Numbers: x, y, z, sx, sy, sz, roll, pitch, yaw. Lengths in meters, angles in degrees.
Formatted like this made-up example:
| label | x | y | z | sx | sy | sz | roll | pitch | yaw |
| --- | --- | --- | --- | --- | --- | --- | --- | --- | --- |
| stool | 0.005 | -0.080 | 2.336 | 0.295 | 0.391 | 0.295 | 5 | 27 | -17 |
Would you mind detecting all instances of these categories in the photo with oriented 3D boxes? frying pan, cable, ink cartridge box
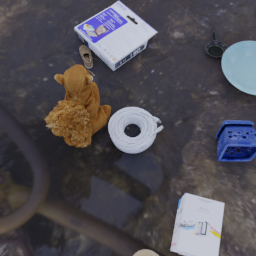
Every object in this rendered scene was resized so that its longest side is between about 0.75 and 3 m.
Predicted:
| label | x | y | z | sx | sy | sz | roll | pitch | yaw |
| --- | --- | --- | --- | --- | --- | --- | --- | --- | --- |
| frying pan | 3.874 | -3.820 | 12.868 | 0.998 | 0.268 | 1.649 | -21 | 61 | -10 |
| cable | 0.183 | 0.056 | 10.891 | 1.862 | 0.645 | 1.862 | 39 | 73 | 17 |
| ink cartridge box | -0.536 | -4.321 | 12.892 | 2.754 | 0.598 | 2.728 | -39 | 72 | -17 |
| ink cartridge box | 2.219 | 3.234 | 9.064 | 1.283 | 1.305 | 1.773 | 14 | 67 | 6 |

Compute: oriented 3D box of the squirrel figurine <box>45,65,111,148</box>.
| label | x | y | z | sx | sy | sz | roll | pitch | yaw |
| --- | --- | --- | --- | --- | --- | --- | --- | --- | --- |
| squirrel figurine | -1.742 | -0.790 | 9.901 | 1.927 | 2.541 | 2.723 | 8 | 50 | 4 |

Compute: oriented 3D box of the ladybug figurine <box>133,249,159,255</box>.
| label | x | y | z | sx | sy | sz | roll | pitch | yaw |
| --- | --- | --- | --- | --- | --- | --- | --- | --- | --- |
| ladybug figurine | 0.611 | 4.880 | 8.614 | 1.427 | 0.756 | 2.103 | -3 | 66 | -2 |

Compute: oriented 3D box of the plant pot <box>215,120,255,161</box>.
| label | x | y | z | sx | sy | sz | roll | pitch | yaw |
| --- | --- | --- | --- | --- | --- | --- | --- | --- | --- |
| plant pot | 4.010 | 0.449 | 10.389 | 1.315 | 1.315 | 1.182 | 0 | 58 | 0 |

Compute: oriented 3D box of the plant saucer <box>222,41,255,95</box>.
| label | x | y | z | sx | sy | sz | roll | pitch | yaw |
| --- | --- | --- | --- | --- | --- | --- | --- | --- | --- |
| plant saucer | 5.402 | -2.496 | 12.104 | 2.852 | 0.549 | 2.852 | 0 | 66 | 0 |

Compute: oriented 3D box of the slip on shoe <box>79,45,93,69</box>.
| label | x | y | z | sx | sy | sz | roll | pitch | yaw |
| --- | --- | --- | --- | --- | --- | --- | --- | --- | --- |
| slip on shoe | -1.880 | -3.267 | 12.539 | 0.486 | 0.387 | 1.277 | -13 | 66 | -6 |
